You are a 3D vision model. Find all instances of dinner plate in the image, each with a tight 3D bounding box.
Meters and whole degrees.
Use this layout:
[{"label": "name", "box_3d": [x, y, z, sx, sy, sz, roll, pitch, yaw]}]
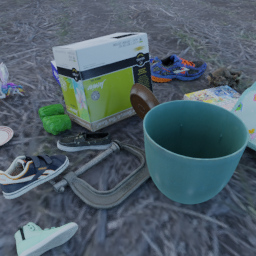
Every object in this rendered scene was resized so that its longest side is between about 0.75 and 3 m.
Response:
[{"label": "dinner plate", "box_3d": [-4.299, 0.315, 9.036, 1.157, 0.140, 1.157, 0, 34, 0]}]

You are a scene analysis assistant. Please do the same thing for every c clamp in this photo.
[{"label": "c clamp", "box_3d": [-0.713, 1.089, 7.710, 2.834, 0.384, 2.421, -28, 44, -34]}]

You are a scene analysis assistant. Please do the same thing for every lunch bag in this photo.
[{"label": "lunch bag", "box_3d": [4.493, -0.213, 8.344, 2.487, 1.780, 2.919, 37, 55, 27]}]

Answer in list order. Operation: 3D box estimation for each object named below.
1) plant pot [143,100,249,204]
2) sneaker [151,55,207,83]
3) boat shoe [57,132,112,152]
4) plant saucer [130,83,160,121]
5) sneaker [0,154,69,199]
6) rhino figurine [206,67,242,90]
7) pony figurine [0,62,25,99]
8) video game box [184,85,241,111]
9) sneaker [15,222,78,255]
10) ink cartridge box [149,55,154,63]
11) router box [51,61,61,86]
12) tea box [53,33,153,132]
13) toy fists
[{"label": "plant pot", "box_3d": [1.529, 0.701, 6.950, 2.372, 1.903, 2.372, 0, 36, 0]}, {"label": "sneaker", "box_3d": [2.280, -2.741, 12.551, 2.770, 1.086, 1.043, -10, 37, -14]}, {"label": "boat shoe", "box_3d": [-1.340, 0.359, 8.666, 1.707, 0.483, 0.586, -2, 35, -2]}, {"label": "plant saucer", "box_3d": [0.487, -0.627, 8.309, 0.267, 1.458, 1.458, -37, 47, -19]}, {"label": "sneaker", "box_3d": [-2.293, 0.982, 6.989, 0.718, 0.727, 1.830, 8, 28, 40]}, {"label": "rhino figurine", "box_3d": [3.844, -1.993, 11.439, 1.121, 0.767, 2.564, 20, 25, 25]}, {"label": "pony figurine", "box_3d": [-5.099, -1.655, 11.154, 1.536, 1.279, 1.483, -30, 77, -40]}, {"label": "video game box", "box_3d": [3.407, -0.844, 10.376, 2.042, 0.478, 1.861, -14, 41, -20]}, {"label": "sneaker", "box_3d": [-1.779, 2.203, 6.020, 1.291, 0.475, 0.762, -22, 47, -24]}, {"label": "ink cartridge box", "box_3d": [1.142, -3.635, 14.641, 0.397, 0.157, 0.799, -17, 39, -23]}, {"label": "router box", "box_3d": [-1.715, -2.355, 12.314, 2.622, 0.714, 2.922, -16, 38, -21]}, {"label": "tea box", "box_3d": [-0.735, -1.655, 9.452, 2.659, 2.615, 1.776, -23, 27, -30]}, {"label": "toy fists", "box_3d": [-2.553, -0.309, 9.580, 0.841, 0.568, 1.651, -9, 34, -24]}]
